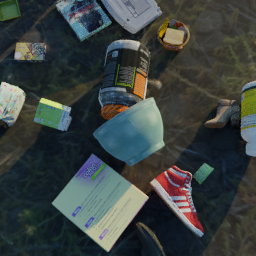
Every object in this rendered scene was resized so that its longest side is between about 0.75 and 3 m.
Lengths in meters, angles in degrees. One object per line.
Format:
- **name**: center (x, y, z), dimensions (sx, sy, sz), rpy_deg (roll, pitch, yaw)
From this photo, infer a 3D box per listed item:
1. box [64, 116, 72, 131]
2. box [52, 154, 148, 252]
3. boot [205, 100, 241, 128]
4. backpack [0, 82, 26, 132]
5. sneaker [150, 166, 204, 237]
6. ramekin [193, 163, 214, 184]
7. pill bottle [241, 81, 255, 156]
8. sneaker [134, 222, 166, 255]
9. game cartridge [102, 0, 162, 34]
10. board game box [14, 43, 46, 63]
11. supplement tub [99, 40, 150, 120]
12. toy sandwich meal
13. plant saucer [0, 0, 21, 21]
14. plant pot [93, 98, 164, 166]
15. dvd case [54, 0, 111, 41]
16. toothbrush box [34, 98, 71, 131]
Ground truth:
- **box**: center (-2.739, -0.271, 11.377), dimensions (0.753, 0.155, 0.587), rpy_deg (18, 76, 4)
- **box**: center (-0.930, 2.608, 9.984), dimensions (2.512, 1.215, 2.210), rpy_deg (36, 78, 11)
- **boot**: center (3.805, -0.603, 11.330), dimensions (1.516, 0.533, 1.108), rpy_deg (-2, 68, -2)
- **backpack**: center (-4.857, -0.827, 10.971), dimensions (1.170, 1.542, 1.848), rpy_deg (23, 72, -15)
- **sneaker**: center (2.146, 2.552, 10.212), dimensions (1.443, 0.914, 2.566), rpy_deg (-40, 76, -7)
- **ramekin**: center (2.818, 1.700, 10.534), dimensions (0.382, 0.782, 0.782), rpy_deg (41, 78, 18)
- **pill bottle**: center (5.130, -0.318, 10.676), dimensions (1.515, 1.515, 2.695), rpy_deg (7, 75, 2)
- **sneaker**: center (0.814, 4.542, 9.691), dimensions (1.177, 0.984, 2.592), rpy_deg (-31, 73, 2)
- **game cartridge**: center (-0.062, -5.658, 12.347), dimensions (1.877, 0.577, 2.820), rpy_deg (-39, 93, -16)
- **board game box**: center (-4.239, -3.274, 12.163), dimensions (1.247, 0.216, 0.845), rpy_deg (2, 75, 1)
- **supplement tub**: center (-0.147, -1.758, 10.941), dimensions (1.777, 1.777, 2.900), rpy_deg (8, 74, 2)
- **toy sandwich meal**: center (1.991, -4.120, 12.226), dimensions (1.564, 0.536, 1.564), rpy_deg (0, 75, 0)
- **plant saucer**: center (-5.397, -5.315, 12.717), dimensions (0.948, 0.227, 0.947), rpy_deg (-17, 75, -5)
- **plant pot**: center (0.254, 0.301, 10.096), dimensions (2.540, 2.540, 1.702), rpy_deg (-30, 85, -8)
- **dvd case**: center (-2.053, -5.190, 12.674), dimensions (1.663, 0.251, 2.279), rpy_deg (-33, 76, -8)
- **toothbrush box**: center (-2.876, -0.514, 10.696), dimensions (1.167, 0.502, 0.850), rpy_deg (18, 111, -12)
